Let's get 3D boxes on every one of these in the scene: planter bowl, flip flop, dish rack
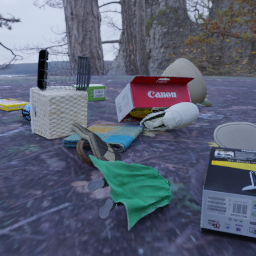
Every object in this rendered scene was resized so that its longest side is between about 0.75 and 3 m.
[{"bbox_3d":[2.542,-2.060,14.507,1.722,2.558,2.558,-32,22,-13],"label":"planter bowl"},{"bbox_3d":[-0.899,0.485,6.725,0.945,0.671,2.330,39,-4,-35],"label":"flip flop"},{"bbox_3d":[-2.009,-1.787,8.943,1.640,1.258,0.447,5,6,-2],"label":"dish rack"}]

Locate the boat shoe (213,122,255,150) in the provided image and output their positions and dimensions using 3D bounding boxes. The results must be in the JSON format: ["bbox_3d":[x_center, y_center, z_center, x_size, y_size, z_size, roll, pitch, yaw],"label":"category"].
[{"bbox_3d":[3.487,0.347,7.261,2.710,0.906,0.772,5,-1,0],"label":"boat shoe"}]

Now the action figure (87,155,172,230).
[{"bbox_3d":[0.203,0.988,4.487,0.532,1.150,1.946,-40,-27,24],"label":"action figure"}]

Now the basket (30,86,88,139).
[{"bbox_3d":[-2.269,-0.538,9.367,1.577,1.563,1.268,-11,22,-42],"label":"basket"}]

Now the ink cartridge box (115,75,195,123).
[{"bbox_3d":[1.032,-1.028,10.417,2.438,1.022,2.140,-3,-16,-22],"label":"ink cartridge box"}]

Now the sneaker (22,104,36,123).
[{"bbox_3d":[-3.514,-0.522,11.123,1.177,1.025,2.616,-27,20,-28],"label":"sneaker"}]

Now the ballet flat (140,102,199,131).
[{"bbox_3d":[1.263,-0.242,9.269,0.819,0.819,2.360,-10,-1,-37],"label":"ballet flat"}]

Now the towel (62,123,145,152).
[{"bbox_3d":[-0.631,0.233,8.864,1.885,0.279,2.571,4,13,15],"label":"towel"}]

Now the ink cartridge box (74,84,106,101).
[{"bbox_3d":[-2.624,-2.372,18.371,1.832,0.939,2.478,-5,13,-18],"label":"ink cartridge box"}]

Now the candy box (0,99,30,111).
[{"bbox_3d":[-6.318,-1.261,14.967,2.532,0.334,1.294,13,21,43],"label":"candy box"}]

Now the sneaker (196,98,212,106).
[{"bbox_3d":[4.191,-1.561,15.679,0.434,0.581,1.294,-7,15,-26],"label":"sneaker"}]

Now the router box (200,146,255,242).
[{"bbox_3d":[2.622,1.026,4.458,2.724,0.711,2.141,5,14,19],"label":"router box"}]
